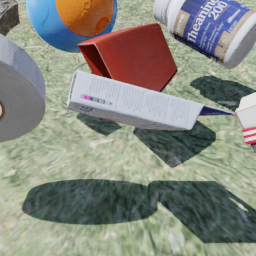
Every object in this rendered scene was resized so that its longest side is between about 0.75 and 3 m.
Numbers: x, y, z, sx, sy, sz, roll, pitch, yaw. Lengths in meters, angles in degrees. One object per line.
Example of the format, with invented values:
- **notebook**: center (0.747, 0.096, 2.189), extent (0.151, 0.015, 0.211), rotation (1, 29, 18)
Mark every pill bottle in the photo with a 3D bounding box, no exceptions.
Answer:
- **pill bottle**: center (2.169, -3.031, 7.987), extent (2.867, 1.591, 1.591), rotation (38, 52, 23)

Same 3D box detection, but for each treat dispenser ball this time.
- **treat dispenser ball**: center (-1.703, -3.741, 8.693), extent (2.746, 2.746, 2.746), rotation (0, 39, 0)

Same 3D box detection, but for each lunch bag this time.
- **lunch bag**: center (-3.055, -2.772, 6.131), extent (1.236, 1.014, 0.727), rotation (41, 74, -10)

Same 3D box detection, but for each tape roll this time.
- **tape roll**: center (-2.622, -0.514, 4.235), extent (2.710, 2.710, 0.495), rotation (-5, 62, -6)

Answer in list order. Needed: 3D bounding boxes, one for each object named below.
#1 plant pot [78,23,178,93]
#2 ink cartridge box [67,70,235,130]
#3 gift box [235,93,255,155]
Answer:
- **plant pot**: center (0.079, -1.487, 6.499), extent (1.553, 1.762, 1.760), rotation (-31, 24, -10)
- **ink cartridge box**: center (0.123, -0.242, 4.182), extent (2.035, 0.441, 1.998), rotation (15, -3, -12)
- **gift box**: center (2.882, -0.079, 5.188), extent (1.264, 1.369, 1.279), rotation (-30, 4, 33)
